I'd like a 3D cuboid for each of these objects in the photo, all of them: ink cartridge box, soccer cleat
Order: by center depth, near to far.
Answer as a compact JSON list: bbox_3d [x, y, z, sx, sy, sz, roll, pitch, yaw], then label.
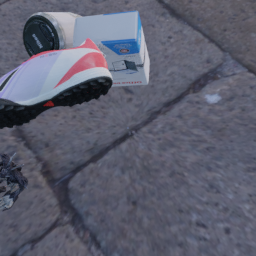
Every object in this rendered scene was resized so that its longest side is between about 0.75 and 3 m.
[{"bbox_3d":[-1.302,-0.574,3.757,2.126,0.725,0.778,-18,73,-6],"label":"soccer cleat"},{"bbox_3d":[-0.287,-1.735,6.553,1.372,1.874,0.805,-2,69,12],"label":"ink cartridge box"}]

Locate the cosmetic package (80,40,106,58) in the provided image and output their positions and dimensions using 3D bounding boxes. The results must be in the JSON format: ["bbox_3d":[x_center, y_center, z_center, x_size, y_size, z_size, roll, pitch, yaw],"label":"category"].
[{"bbox_3d":[-0.825,-1.145,5.017,0.501,0.307,1.214,35,36,-11],"label":"cosmetic package"}]

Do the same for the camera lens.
[{"bbox_3d":[-1.729,-2.250,7.057,1.235,1.235,1.544,31,31,15],"label":"camera lens"}]

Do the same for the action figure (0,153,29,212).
[{"bbox_3d":[-2.548,1.170,5.658,0.958,1.612,0.822,43,44,8],"label":"action figure"}]
